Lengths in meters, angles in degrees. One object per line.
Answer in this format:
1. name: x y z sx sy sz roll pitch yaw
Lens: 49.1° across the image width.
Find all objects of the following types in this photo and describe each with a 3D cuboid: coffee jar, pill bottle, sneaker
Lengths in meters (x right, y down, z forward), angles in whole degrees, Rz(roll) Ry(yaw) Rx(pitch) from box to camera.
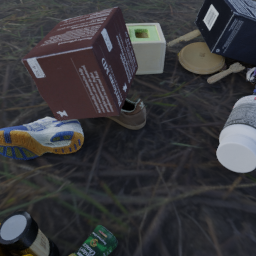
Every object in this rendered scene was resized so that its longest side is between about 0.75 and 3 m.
1. coffee jar: -0.817 2.739 6.076 0.615 0.503 1.180 30 52 27
2. pill bottle: 3.440 0.142 8.162 1.271 1.271 2.232 23 49 22
3. sneaker: -0.689 -0.911 9.370 2.872 1.085 1.012 18 47 17
4. sneaker: -2.685 0.227 8.445 2.643 0.995 1.165 0 35 -12

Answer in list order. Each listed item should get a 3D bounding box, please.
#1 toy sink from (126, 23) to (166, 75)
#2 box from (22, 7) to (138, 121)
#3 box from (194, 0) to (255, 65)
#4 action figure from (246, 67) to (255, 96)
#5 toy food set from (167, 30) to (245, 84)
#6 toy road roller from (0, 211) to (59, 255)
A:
1. toy sink: 0.044 -3.292 11.483 2.690 1.507 1.753 -3 45 -3
2. box: -1.171 -1.854 8.182 2.099 2.121 2.556 -4 42 21
3. box: 4.745 -4.199 11.749 2.913 1.810 2.936 10 43 -14
4. action figure: 5.491 -1.459 10.123 2.732 1.477 2.825 31 78 36
5. toy food set: 3.151 -2.888 11.858 2.056 0.598 2.979 -26 58 -16
6. toy road roller: -2.351 2.972 5.214 1.783 1.501 2.443 -18 41 -1
